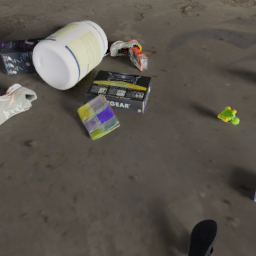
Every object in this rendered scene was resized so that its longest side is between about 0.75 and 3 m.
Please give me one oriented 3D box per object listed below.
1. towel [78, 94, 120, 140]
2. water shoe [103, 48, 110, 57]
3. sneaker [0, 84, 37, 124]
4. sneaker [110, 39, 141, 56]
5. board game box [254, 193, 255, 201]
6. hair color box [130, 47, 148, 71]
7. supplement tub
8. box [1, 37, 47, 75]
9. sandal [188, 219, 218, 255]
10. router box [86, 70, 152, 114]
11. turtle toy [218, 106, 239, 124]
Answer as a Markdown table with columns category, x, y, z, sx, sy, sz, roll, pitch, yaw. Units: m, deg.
| category | x | y | z | sx | sy | sz | roll | pitch | yaw |
| --- | --- | --- | --- | --- | --- | --- | --- | --- | --- |
| towel | -1.114 | -0.425 | 10.255 | 1.183 | 0.188 | 1.647 | -30 | 57 | -1 |
| water shoe | -1.246 | -3.895 | 14.192 | 0.386 | 0.426 | 1.078 | 25 | 48 | 25 |
| sneaker | -4.340 | -0.858 | 10.635 | 1.071 | 0.882 | 2.329 | 14 | 46 | 8 |
| sneaker | -0.116 | -4.009 | 14.122 | 1.793 | 0.698 | 0.736 | -23 | 48 | -22 |
| board game box | 4.464 | 1.942 | 8.015 | 1.444 | 0.249 | 0.977 | 20 | 46 | 21 |
| hair color box | 0.508 | -3.329 | 13.420 | 0.373 | 0.647 | 1.166 | -19 | 45 | -19 |
| supplement tub | -2.406 | -3.286 | 12.248 | 2.155 | 2.155 | 2.973 | 19 | 45 | 19 |
| box | -4.655 | -3.368 | 13.100 | 2.122 | 1.125 | 1.297 | -10 | 44 | -10 |
| sandal | 1.766 | 3.005 | 6.812 | 0.617 | 0.370 | 1.643 | 4 | 52 | 38 |
| router box | -0.325 | -1.523 | 11.487 | 2.334 | 0.610 | 1.835 | 10 | 44 | 10 |
| turtle toy | 3.764 | -0.405 | 10.376 | 0.575 | 0.399 | 0.789 | -43 | 40 | -2 |
